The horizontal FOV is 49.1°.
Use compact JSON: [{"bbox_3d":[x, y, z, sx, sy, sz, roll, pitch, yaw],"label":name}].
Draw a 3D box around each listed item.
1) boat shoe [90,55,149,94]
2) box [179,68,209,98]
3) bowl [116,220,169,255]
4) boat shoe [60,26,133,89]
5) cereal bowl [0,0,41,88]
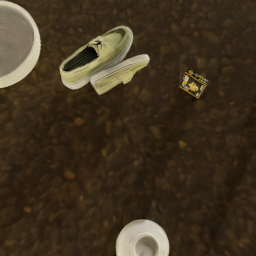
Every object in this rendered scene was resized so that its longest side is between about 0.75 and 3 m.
[{"bbox_3d":[-0.201,-1.747,9.161,2.049,0.737,0.635,-25,91,1],"label":"boat shoe"},{"bbox_3d":[2.063,-1.401,8.842,0.750,0.940,0.232,37,75,10],"label":"box"},{"bbox_3d":[0.433,3.202,7.500,1.476,0.663,1.476,1,70,-4],"label":"bowl"},{"bbox_3d":[-0.955,-2.412,9.166,1.061,0.914,2.947,43,77,12],"label":"boat shoe"},{"bbox_3d":[-4.204,-2.536,9.053,2.907,1.210,2.907,0,72,0],"label":"cereal bowl"}]
